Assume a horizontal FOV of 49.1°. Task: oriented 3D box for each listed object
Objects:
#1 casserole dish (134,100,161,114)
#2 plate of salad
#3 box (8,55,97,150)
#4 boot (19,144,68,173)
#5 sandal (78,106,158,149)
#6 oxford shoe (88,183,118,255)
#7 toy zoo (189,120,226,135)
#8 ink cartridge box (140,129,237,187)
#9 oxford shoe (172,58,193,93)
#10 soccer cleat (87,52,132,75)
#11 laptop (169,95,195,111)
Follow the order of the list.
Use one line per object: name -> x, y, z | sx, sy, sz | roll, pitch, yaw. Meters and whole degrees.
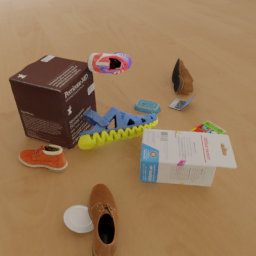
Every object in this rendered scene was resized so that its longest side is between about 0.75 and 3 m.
casserole dish -> 0.805, -0.904, 11.647 | 1.152, 0.224, 0.698 | 13, 40, 17
plate of salad -> -1.263, 2.423, 7.418 | 0.900, 0.216, 0.900 | 16, 29, -9
box -> -2.476, -0.932, 9.883 | 2.009, 2.447, 2.030 | 15, 41, 18
boot -> -2.762, 0.822, 8.937 | 1.679, 0.900, 0.630 | 8, 41, 12
sandal -> -0.360, -0.196, 9.690 | 2.944, 1.170, 1.282 | -11, 78, -18
oxford shoe -> -0.578, 2.204, 7.200 | 0.804, 0.803, 2.253 | 1, 36, -14
toy zoo -> 2.847, 0.216, 10.291 | 1.337, 0.137, 0.877 | -26, 45, -30
ink cartridge box -> 1.783, 0.913, 8.766 | 2.732, 0.927, 1.573 | 4, 39, 5
oxford shoe -> 2.594, -2.411, 13.186 | 0.875, 0.876, 2.455 | 11, 46, -9
soccer cleat -> -0.391, -2.203, 9.671 | 0.847, 0.789, 2.315 | 15, 18, 29
laptop -> 2.257, -1.134, 11.715 | 0.847, 0.491, 0.793 | 21, 42, 24
